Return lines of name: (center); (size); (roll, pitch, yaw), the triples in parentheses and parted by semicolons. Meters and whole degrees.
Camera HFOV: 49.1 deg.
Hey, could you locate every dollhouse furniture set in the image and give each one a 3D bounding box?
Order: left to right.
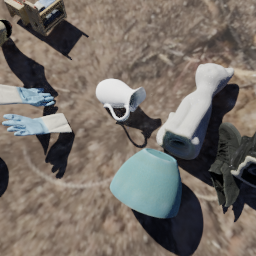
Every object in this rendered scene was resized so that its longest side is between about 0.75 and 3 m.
dollhouse furniture set: (-2.512, -3.350, 7.515); (1.319, 0.924, 0.929); (33, 67, 16)

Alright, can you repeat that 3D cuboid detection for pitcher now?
pitcher: (-0.283, -0.679, 6.737); (1.142, 0.692, 0.980); (20, 67, 33)

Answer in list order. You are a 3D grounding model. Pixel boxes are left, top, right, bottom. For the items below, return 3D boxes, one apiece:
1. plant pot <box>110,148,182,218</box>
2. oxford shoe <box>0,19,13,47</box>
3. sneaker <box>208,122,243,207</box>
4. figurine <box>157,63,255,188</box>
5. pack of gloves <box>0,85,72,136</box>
plant pot: (0.492, 1.007, 5.780); (1.494, 1.494, 1.006); (21, 99, 7)
oxford shoe: (-3.204, -2.371, 7.020); (0.732, 1.957, 0.689); (-21, 118, -7)
sneaker: (2.180, 0.789, 6.274); (0.901, 0.519, 1.727); (-16, 90, -25)
figurine: (2.396, -0.376, 6.367); (2.800, 1.205, 2.732); (20, 62, 25)
pack of gloves: (-2.309, -0.358, 6.551); (0.330, 1.672, 1.405); (-43, 67, 30)
